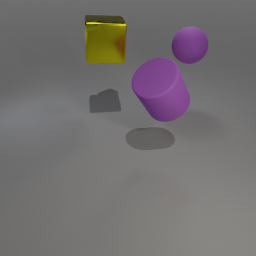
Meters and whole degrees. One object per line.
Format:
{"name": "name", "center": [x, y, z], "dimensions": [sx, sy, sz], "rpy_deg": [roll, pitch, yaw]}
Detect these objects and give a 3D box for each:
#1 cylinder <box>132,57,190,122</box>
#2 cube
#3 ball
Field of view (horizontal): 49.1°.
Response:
{"name": "cylinder", "center": [1.001, -1.104, 8.288], "dimensions": [1.400, 1.400, 1.400], "rpy_deg": [-12, 58, 21]}
{"name": "cube", "center": [-0.846, -3.237, 10.191], "dimensions": [1.400, 1.400, 1.400], "rpy_deg": [-2, 32, -8]}
{"name": "ball", "center": [2.416, -3.222, 10.949], "dimensions": [1.400, 1.400, 1.400], "rpy_deg": [0, 29, 0]}
